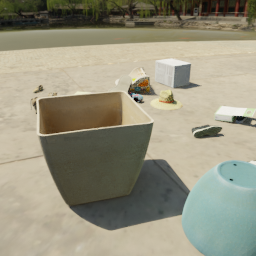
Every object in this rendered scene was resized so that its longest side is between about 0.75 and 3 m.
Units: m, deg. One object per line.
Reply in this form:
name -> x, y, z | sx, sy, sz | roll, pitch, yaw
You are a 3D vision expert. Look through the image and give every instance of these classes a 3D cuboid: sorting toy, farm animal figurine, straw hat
sorting toy -> 0.200, -2.550, 15.554 | 1.799, 1.068, 1.999 | -9, 27, -2
farm animal figurine -> -3.367, -1.269, 12.759 | 1.438, 0.896, 1.781 | 12, 28, 25
straw hat -> 1.842, -1.474, 13.443 | 1.667, 0.705, 1.667 | 1, 25, 0

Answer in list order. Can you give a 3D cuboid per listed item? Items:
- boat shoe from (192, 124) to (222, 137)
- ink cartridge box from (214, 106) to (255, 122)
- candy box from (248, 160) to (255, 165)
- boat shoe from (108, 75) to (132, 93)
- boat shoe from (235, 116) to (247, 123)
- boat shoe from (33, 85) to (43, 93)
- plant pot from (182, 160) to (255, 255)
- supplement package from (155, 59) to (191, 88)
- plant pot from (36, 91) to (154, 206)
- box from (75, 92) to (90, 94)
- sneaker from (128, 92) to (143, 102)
boat shoe -> 2.925, 0.052, 10.482 | 1.177, 0.440, 0.390 | -14, 39, -8
ink cartridge box -> 4.506, -0.574, 11.785 | 1.474, 0.353, 1.072 | 9, 26, 29
candy box -> 4.097, 1.283, 7.807 | 1.466, 0.447, 1.000 | -5, 26, -12
boat shoe -> -0.437, -1.656, 13.812 | 0.893, 0.770, 2.457 | 21, 48, 8
boat shoe -> 4.787, -0.543, 11.831 | 0.395, 0.366, 1.070 | 18, 30, 34
boat shoe -> -4.971, -2.167, 15.421 | 0.310, 0.279, 0.860 | 8, 26, 17
plant pot -> 2.318, 1.576, 5.977 | 2.198, 1.480, 2.198 | 0, 26, 0
supplement package -> 2.634, -3.281, 16.603 | 1.302, 1.292, 1.716 | -15, 29, -29
plant pot -> -0.952, 0.511, 7.355 | 2.508, 2.223, 2.511 | -7, 26, -15
box -> -1.890, -1.040, 12.496 | 1.285, 0.706, 1.461 | 5, 26, 10
sneaker -> 0.201, -1.487, 13.820 | 1.039, 0.412, 0.496 | 8, 28, 17
